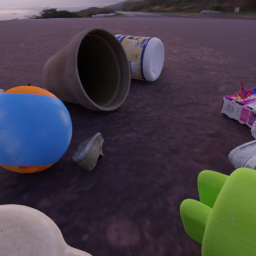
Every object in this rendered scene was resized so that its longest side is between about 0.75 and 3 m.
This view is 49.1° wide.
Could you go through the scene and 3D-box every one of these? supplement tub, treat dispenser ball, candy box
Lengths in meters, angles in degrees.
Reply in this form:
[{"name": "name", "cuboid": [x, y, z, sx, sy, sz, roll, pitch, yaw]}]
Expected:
[{"name": "supplement tub", "cuboid": [0.134, -3.440, 13.639, 2.820, 2.036, 2.036, 13, 29, 24]}, {"name": "treat dispenser ball", "cuboid": [-2.363, 0.039, 6.631, 2.043, 2.043, 2.043, 0, 26, 0]}, {"name": "candy box", "cuboid": [4.453, -0.500, 9.146, 1.564, 0.700, 2.294, -12, 28, -24]}]

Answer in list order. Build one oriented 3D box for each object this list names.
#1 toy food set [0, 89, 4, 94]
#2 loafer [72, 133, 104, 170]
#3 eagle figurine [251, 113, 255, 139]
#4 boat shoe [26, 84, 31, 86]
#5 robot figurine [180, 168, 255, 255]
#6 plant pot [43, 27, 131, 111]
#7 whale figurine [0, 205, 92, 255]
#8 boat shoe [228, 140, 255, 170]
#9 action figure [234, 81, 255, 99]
[{"name": "toy food set", "cuboid": [-5.170, -1.240, 10.452, 0.934, 0.881, 1.957, -4, 27, -9]}, {"name": "loafer", "cuboid": [-0.950, 0.616, 7.190, 0.606, 0.561, 1.610, -30, 12, 18]}, {"name": "eagle figurine", "cuboid": [4.797, -0.274, 7.331, 2.532, 1.921, 1.911, 8, 12, -16]}, {"name": "boat shoe", "cuboid": [-4.393, -1.704, 12.084, 0.285, 0.270, 0.816, 5, 27, 11]}, {"name": "robot figurine", "cuboid": [2.173, 1.588, 3.893, 2.802, 1.621, 2.459, 20, 55, 34]}, {"name": "plant pot", "cuboid": [-1.726, -1.984, 10.326, 2.486, 2.865, 2.865, -1, 21, 36]}, {"name": "whale figurine", "cuboid": [-1.297, 2.250, 3.274, 2.113, 1.378, 2.656, -27, 60, -30]}, {"name": "boat shoe", "cuboid": [3.743, 0.474, 6.867, 2.817, 0.983, 1.003, -14, 34, -19]}, {"name": "action figure", "cuboid": [4.088, -1.294, 9.071, 1.248, 0.618, 0.407, -15, 55, 10]}]
